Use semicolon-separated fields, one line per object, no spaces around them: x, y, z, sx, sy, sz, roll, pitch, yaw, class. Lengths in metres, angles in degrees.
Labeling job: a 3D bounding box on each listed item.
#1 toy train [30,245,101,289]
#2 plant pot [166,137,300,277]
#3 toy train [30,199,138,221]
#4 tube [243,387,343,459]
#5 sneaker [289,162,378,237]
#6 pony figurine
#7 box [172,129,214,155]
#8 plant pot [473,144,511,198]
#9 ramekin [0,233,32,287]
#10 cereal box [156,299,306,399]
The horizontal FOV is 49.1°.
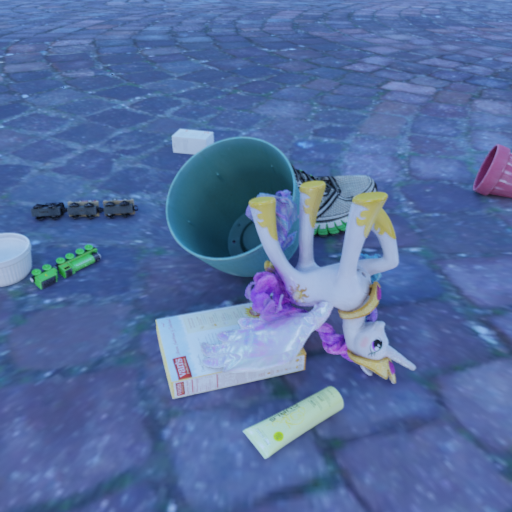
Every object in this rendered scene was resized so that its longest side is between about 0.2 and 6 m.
-3.153;0.177;9.370;0.356;0.264;1.263;34;44;27;toy train
-0.149;-0.579;8.903;2.033;1.632;2.033;-8;66;17;plant pot
-3.345;-0.919;11.014;2.053;0.350;0.470;-2;18;-2;toy train
0.477;1.934;6.588;1.213;0.315;0.352;-22;-3;-25;tube
0.742;-1.142;10.369;3.254;1.386;1.270;-7;33;-12;sneaker
0.683;0.437;7.165;2.542;2.633;2.193;1;25;24;pony figurine
-1.556;-2.810;13.845;0.894;0.436;0.556;8;33;13;box
5.190;-1.661;11.619;0.943;1.054;1.054;23;37;7;plant pot
-4.200;0.084;9.253;0.986;0.517;0.986;0;33;0;ramekin
-0.383;1.208;7.637;1.803;0.356;1.297;-9;34;-14;cereal box
